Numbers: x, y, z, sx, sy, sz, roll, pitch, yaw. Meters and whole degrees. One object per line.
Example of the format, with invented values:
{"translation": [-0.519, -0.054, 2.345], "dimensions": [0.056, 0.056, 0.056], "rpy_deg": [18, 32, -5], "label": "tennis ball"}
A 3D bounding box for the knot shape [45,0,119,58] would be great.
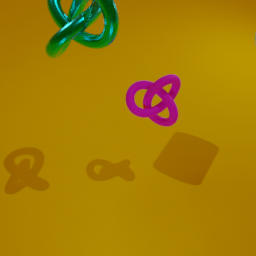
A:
{"translation": [-1.008, -1.974, 5.282], "dimensions": [1.597, 0.789, 1.707], "rpy_deg": [-49, 56, 11], "label": "knot shape"}

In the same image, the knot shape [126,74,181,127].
{"translation": [0.700, -0.564, 6.538], "dimensions": [1.337, 1.251, 0.618], "rpy_deg": [-21, 25, 9], "label": "knot shape"}
